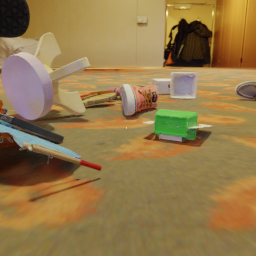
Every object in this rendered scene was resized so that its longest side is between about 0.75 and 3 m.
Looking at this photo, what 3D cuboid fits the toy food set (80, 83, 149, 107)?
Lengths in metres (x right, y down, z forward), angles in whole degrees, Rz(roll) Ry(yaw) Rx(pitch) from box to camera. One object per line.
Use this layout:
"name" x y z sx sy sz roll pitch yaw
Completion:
"toy food set" -0.724 -1.196 10.921 2.998 0.472 1.906 -17 21 -28

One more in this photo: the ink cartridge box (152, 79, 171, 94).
"ink cartridge box" 2.029 -2.031 13.562 1.571 0.662 1.147 -3 15 -12

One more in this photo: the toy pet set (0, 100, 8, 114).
"toy pet set" -4.381 -0.362 7.394 1.868 0.992 1.744 0 -21 -11

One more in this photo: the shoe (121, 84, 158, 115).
"shoe" 0.423 -1.006 9.081 1.184 0.930 2.602 -4 12 -3

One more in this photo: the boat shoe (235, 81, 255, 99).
"boat shoe" 5.465 -1.460 11.240 2.151 0.773 0.640 7 12 4

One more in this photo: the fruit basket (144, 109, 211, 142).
"fruit basket" 1.170 -0.045 6.356 1.283 0.649 1.385 7 1 25

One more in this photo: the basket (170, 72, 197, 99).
"basket" 2.338 -1.836 11.984 1.091 1.101 0.885 1 13 4

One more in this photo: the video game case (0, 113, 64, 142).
"video game case" -2.317 -0.080 5.911 1.691 0.160 1.208 13 -11 40

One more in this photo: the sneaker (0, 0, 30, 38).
"sneaker" -3.141 -2.500 4.720 2.941 1.055 1.218 18 16 -34

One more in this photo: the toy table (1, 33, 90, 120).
"toy table" -2.285 -1.293 7.842 1.586 2.490 2.709 -30 24 -37

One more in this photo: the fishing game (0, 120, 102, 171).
"fishing game" -1.618 0.258 4.520 2.439 0.379 1.747 16 -8 47
